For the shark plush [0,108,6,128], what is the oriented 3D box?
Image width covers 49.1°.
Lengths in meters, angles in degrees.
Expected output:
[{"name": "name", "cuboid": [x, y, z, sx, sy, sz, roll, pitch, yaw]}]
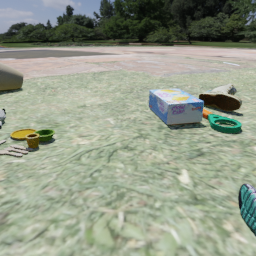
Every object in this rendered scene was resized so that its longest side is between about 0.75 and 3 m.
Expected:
[{"name": "shark plush", "cuboid": [-4.998, -0.452, 10.270, 0.767, 0.837, 1.843, -30, 24, 8]}]

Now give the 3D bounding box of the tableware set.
[{"name": "tableware set", "cuboid": [-3.778, 0.182, 8.756, 2.737, 0.420, 1.844, 8, 21, 21]}]

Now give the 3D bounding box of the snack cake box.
[{"name": "snack cake box", "cuboid": [1.813, -0.920, 11.149, 1.393, 0.814, 2.422, -3, 20, -12]}]

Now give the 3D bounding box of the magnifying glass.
[{"name": "magnifying glass", "cuboid": [3.231, -0.349, 10.482, 1.007, 0.283, 2.530, -6, 23, -15]}]

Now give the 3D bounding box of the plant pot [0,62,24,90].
[{"name": "plant pot", "cuboid": [-6.753, -2.787, 15.456, 1.764, 1.652, 1.652, 7, 15, -29]}]

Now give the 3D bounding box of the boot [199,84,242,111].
[{"name": "boot", "cuboid": [4.378, -1.416, 12.330, 1.573, 0.733, 2.034, -26, 27, -30]}]

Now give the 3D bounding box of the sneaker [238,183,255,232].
[{"name": "sneaker", "cuboid": [2.491, 1.589, 4.953, 0.648, 0.551, 1.481, 8, 30, -8]}]

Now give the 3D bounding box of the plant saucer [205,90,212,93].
[{"name": "plant saucer", "cuboid": [4.421, -1.680, 13.854, 1.303, 0.234, 1.303, 5, 16, -1]}]
